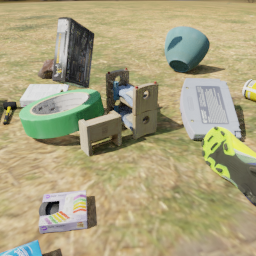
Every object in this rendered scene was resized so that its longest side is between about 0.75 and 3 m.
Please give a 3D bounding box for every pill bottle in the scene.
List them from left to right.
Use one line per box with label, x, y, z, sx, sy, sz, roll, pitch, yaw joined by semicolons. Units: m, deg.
pill bottle;4.726;-1.215;9.809;0.692;0.692;1.211;-20;36;-32

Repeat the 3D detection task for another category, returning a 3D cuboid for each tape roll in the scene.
tape roll;-1.905;-0.488;8.200;2.379;0.572;2.379;-10;25;5

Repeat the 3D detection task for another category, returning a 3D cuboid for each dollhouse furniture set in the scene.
dollhouse furniture set;-0.507;-0.560;7.771;2.213;1.551;1.559;-19;34;-30

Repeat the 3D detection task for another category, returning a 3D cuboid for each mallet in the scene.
mallet;-3.937;-0.486;9.022;0.427;0.267;1.298;-2;33;-4

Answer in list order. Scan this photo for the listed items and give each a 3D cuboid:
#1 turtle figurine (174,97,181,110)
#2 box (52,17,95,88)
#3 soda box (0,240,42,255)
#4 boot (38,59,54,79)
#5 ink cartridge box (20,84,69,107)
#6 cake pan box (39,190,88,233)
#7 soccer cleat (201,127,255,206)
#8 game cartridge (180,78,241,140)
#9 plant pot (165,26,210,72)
turtle figurine;2.058;-0.734;9.177;1.029;0.518;0.770;-3;-8;16
box;-1.411;-1.924;7.418;0.383;1.587;1.257;7;3;21
soda box;-1.855;2.128;4.220;1.100;0.373;0.353;-14;32;-23
boot;-3.104;-2.786;12.668;1.742;0.600;1.869;-15;27;0
ink cartridge box;-2.954;-1.194;10.157;1.520;0.329;1.493;0;30;-4
cake pan box;-1.226;1.578;5.348;0.901;0.236;0.829;-4;27;-6
soccer cleat;2.602;0.879;6.207;1.196;0.925;2.860;23;17;-23
game cartridge;2.336;-0.595;8.304;1.526;0.476;2.292;-1;51;4
plant pot;2.509;-3.348;12.655;2.034;2.034;1.370;14;71;23
